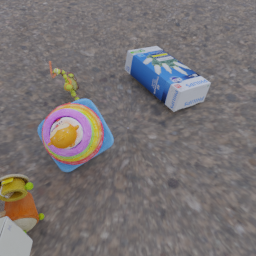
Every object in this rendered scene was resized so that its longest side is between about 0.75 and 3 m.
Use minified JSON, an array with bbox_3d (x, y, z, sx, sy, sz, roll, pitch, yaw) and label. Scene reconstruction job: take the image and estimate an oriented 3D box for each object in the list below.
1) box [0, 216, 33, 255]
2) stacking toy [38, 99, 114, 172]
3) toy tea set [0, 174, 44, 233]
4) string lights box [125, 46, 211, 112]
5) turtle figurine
[{"bbox_3d":[-2.962,2.457,5.112,2.180,0.896,0.746,-22,33,10],"label":"box"},{"bbox_3d":[-1.311,0.143,6.236,1.700,2.929,1.607,-31,92,-4],"label":"stacking toy"},{"bbox_3d":[-3.010,1.888,5.640,2.546,1.514,0.942,-17,56,-8],"label":"toy tea set"},{"bbox_3d":[1.263,-1.775,9.601,1.419,0.814,2.763,-19,48,-32],"label":"string lights box"},{"bbox_3d":[-1.905,-1.479,9.032,0.554,1.720,1.387,-30,19,4],"label":"turtle figurine"}]
